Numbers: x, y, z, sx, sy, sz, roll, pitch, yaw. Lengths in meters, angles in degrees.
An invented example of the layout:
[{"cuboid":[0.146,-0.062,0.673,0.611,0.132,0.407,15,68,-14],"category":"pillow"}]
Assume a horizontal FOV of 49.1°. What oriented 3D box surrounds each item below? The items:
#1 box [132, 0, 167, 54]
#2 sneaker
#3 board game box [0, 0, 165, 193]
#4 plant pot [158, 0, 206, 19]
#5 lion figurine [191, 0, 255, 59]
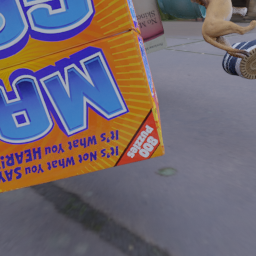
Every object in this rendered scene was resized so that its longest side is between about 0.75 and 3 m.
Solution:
[{"cuboid":[0.237,-3.724,9.191,1.561,2.442,1.330,-15,32,11],"category":"box"},{"cuboid":[3.095,-1.697,5.949,2.212,0.775,1.200,-23,15,-2],"category":"sneaker"},{"cuboid":[-0.973,-0.861,3.522,2.312,2.312,2.314,-14,16,9],"category":"board game box"},{"cuboid":[1.538,-4.056,8.279,1.213,1.810,1.810,-5,21,26],"category":"plant pot"},{"cuboid":[1.735,-2.154,5.357,1.198,0.709,1.956,10,58,0],"category":"lion figurine"}]
